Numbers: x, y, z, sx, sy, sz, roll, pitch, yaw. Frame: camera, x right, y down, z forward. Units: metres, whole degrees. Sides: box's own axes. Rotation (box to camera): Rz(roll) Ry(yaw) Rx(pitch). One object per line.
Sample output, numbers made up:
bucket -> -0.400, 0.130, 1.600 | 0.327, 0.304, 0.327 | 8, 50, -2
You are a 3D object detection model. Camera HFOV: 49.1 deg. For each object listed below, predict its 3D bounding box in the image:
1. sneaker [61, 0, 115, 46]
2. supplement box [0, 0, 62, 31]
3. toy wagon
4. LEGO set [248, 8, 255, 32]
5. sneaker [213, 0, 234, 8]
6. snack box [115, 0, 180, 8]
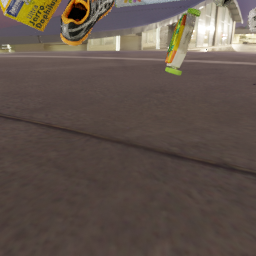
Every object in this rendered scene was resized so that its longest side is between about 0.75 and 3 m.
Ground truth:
sneaker -> -0.989, -3.264, 7.269 | 0.919, 2.349, 0.907 | 26, -11, 3
supplement box -> -1.826, -2.489, 4.929 | 0.740, 0.736, 1.351 | 10, 41, -48
toy wagon -> 1.733, -2.860, 9.518 | 0.513, 2.013, 2.595 | 16, 13, -3
LEGO set -> 1.933, -2.402, 4.530 | 0.782, 0.727, 1.905 | -11, -28, 22
sneaker -> 3.024, -3.934, 7.386 | 0.661, 1.760, 0.713 | 32, 32, -12
snack box -> 0.820, -3.661, 7.201 | 2.290, 0.607, 1.628 | -4, 35, 6
